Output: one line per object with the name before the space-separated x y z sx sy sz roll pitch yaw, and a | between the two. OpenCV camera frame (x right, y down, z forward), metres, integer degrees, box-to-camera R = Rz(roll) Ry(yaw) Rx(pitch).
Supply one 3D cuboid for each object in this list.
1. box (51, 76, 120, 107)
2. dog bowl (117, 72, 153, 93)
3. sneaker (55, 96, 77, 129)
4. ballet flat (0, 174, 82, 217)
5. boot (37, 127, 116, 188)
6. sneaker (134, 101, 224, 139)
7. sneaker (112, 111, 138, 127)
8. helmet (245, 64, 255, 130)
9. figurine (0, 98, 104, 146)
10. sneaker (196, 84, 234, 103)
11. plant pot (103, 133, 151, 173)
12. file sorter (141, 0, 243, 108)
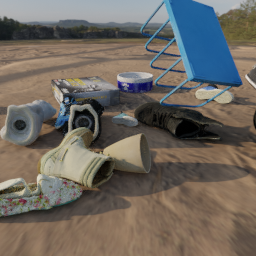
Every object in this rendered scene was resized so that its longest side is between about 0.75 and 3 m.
box | -1.793 -1.471 11.243 2.141 0.653 2.703 -9 24 -21
dog bowl | 0.329 -2.120 12.917 1.640 0.646 1.640 0 22 0
sneaker | -1.881 -0.514 8.565 0.730 0.837 1.862 -4 22 -10
ballet flat | -1.667 1.110 4.817 1.784 0.570 0.675 -9 22 -22
boot | -0.862 0.599 6.028 1.367 0.637 1.768 8 29 23
sneaker | 1.310 -0.195 7.858 2.525 0.758 1.317 8 18 11
sneaker | -0.010 -0.308 8.719 0.873 0.321 0.515 9 29 27
helmet | 3.971 -0.525 6.280 2.644 2.520 2.644 0 21 0
figurine | -1.978 -0.336 8.122 2.579 1.110 2.516 -1 14 0
sneaker | 3.564 -1.399 11.173 1.505 0.578 0.837 10 31 40
plant pot | -0.045 0.585 6.011 0.890 0.833 0.833 -9 18 18
file sorter | 1.606 -2.049 7.865 1.812 2.612 1.602 1 -23 -33
